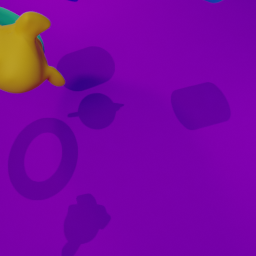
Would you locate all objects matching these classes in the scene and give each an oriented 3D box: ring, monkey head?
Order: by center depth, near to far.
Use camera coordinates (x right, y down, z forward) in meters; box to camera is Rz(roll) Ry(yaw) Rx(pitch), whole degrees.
[{"bbox_3d":[-1.534,-1.035,4.036,1.159,1.611,0.971,-16,82,39],"label":"monkey head"},{"bbox_3d":[-2.682,-1.718,5.428,2.092,0.418,2.092,18,45,-19],"label":"ring"}]

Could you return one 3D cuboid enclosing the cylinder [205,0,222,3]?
[{"bbox_3d":[1.564,-3.429,5.864,1.228,1.228,1.228,8,62,-23],"label":"cylinder"}]

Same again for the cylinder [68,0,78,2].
[{"bbox_3d":[-1.707,-4.043,6.906,1.347,1.347,1.347,19,25,-9],"label":"cylinder"}]
